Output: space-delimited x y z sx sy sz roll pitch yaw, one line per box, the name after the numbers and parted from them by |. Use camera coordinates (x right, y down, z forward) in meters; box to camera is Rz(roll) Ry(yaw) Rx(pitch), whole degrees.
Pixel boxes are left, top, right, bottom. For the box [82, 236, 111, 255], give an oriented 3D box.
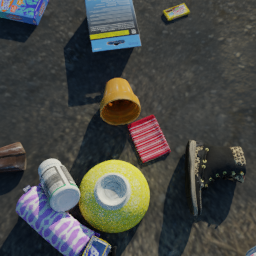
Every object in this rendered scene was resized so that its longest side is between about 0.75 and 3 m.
-1.226 4.362 8.618 0.601 0.654 1.868 20 65 18 | box

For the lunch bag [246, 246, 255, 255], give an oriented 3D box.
4.371 4.983 8.682 1.998 1.498 2.356 43 85 16 | lunch bag

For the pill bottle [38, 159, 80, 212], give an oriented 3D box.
-2.450 1.916 9.732 1.034 1.034 1.829 -33 41 -12 | pill bottle

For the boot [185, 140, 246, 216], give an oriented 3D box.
3.163 1.792 10.192 2.079 1.010 2.761 3 64 1 | boot

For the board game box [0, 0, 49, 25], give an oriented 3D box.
-5.095 -5.881 13.394 2.133 0.480 1.622 12 69 5 | board game box

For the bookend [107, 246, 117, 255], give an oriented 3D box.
-1.189 4.643 9.204 1.527 0.708 1.537 5 68 2 | bookend

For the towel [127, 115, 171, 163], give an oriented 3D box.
0.818 0.397 11.128 1.233 0.192 1.705 -21 71 -7 | towel

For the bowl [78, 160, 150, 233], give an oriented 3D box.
-0.519 2.268 9.748 2.643 1.422 2.643 0 70 0 | bowl

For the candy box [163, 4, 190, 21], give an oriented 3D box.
2.326 -5.574 13.457 1.144 0.151 0.585 -23 73 -8 | candy box

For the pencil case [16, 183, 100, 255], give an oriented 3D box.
-2.475 3.198 9.568 2.913 1.222 1.245 38 42 12 | pencil case

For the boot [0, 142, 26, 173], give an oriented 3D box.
-5.049 0.774 10.672 2.313 0.743 2.156 -14 82 -2 | boot

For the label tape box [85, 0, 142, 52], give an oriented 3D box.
-0.683 -4.481 12.600 2.148 0.943 2.978 -8 69 -3 | label tape box

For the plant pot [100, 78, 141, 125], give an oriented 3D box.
-0.367 -1.151 11.115 1.560 1.560 1.428 -7 54 -3 | plant pot
